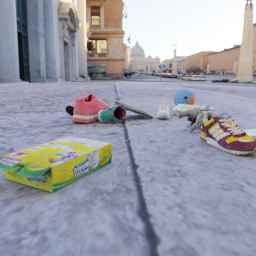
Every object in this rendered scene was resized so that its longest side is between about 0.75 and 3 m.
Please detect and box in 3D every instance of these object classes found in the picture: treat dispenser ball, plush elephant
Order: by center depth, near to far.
[{"bbox_3d":[2.463,-0.214,9.989,1.180,0.972,0.913,-29,35,33],"label":"plush elephant"},{"bbox_3d":[3.178,-1.621,15.782,1.182,1.182,1.182,0,12,0],"label":"treat dispenser ball"}]

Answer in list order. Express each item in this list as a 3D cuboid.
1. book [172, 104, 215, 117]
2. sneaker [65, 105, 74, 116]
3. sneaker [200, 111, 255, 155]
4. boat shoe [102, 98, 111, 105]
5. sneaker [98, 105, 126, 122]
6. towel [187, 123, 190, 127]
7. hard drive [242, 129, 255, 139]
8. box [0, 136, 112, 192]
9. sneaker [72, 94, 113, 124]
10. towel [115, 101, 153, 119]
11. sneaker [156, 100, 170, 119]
[{"bbox_3d":[3.217,-0.806,13.844,1.829,0.440,1.222,8,17,26],"label":"book"},{"bbox_3d":[-2.224,-0.841,13.647,1.490,0.497,0.798,7,12,15],"label":"sneaker"},{"bbox_3d":[2.826,0.084,7.979,0.819,0.985,2.186,-5,13,-24],"label":"sneaker"},{"bbox_3d":[-1.511,-1.397,16.487,0.427,0.498,1.362,-24,6,29],"label":"boat shoe"},{"bbox_3d":[-0.464,-0.673,12.113,1.005,0.696,1.664,-2,14,29],"label":"sneaker"},{"bbox_3d":[2.898,-0.093,10.876,0.748,0.154,1.003,-11,16,-40],"label":"towel"},{"bbox_3d":[4.082,0.210,9.306,1.249,0.167,0.824,-5,12,-20],"label":"hard drive"},{"bbox_3d":[-1.515,0.719,6.060,1.374,0.566,2.341,7,11,29],"label":"box"},{"bbox_3d":[-1.370,-0.947,12.425,1.007,1.186,2.734,8,14,29],"label":"sneaker"},{"bbox_3d":[0.217,-0.811,13.049,1.615,0.279,1.555,20,7,-21],"label":"towel"},{"bbox_3d":[1.634,-0.873,13.007,0.627,0.799,1.609,1,12,7],"label":"sneaker"}]
